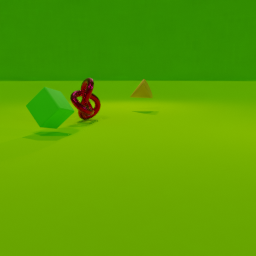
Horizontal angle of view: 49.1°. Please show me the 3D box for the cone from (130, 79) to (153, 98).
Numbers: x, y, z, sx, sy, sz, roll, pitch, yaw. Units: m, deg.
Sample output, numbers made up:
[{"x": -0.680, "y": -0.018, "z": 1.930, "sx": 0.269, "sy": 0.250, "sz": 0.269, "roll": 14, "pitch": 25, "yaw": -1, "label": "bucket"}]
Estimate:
[{"x": 0.474, "y": -1.513, "z": 12.068, "sx": 0.899, "sy": 0.895, "sz": 0.895, "roll": -24, "pitch": 4, "yaw": 17, "label": "cone"}]

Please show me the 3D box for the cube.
[{"x": -2.005, "y": -0.500, "z": 7.271, "sx": 0.738, "sy": 0.738, "sz": 0.738, "roll": -41, "pitch": -15, "yaw": 13, "label": "cube"}]

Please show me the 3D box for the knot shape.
[{"x": -1.359, "y": -0.995, "z": 9.184, "sx": 0.656, "sy": 1.328, "sz": 1.419, "roll": 0, "pitch": -10, "yaw": 12, "label": "knot shape"}]
